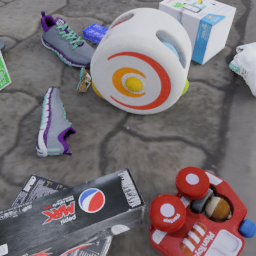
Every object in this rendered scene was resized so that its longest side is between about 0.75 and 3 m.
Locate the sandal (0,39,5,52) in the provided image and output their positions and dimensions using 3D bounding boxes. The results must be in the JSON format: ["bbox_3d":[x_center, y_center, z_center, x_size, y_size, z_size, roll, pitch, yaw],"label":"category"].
[{"bbox_3d":[-4.902,-2.991,10.058,1.628,0.348,0.619,30,48,34],"label":"sandal"}]

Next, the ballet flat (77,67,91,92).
[{"bbox_3d":[-1.352,-1.484,8.764,0.363,0.340,1.004,14,48,-15],"label":"ballet flat"}]

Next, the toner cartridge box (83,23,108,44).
[{"bbox_3d":[-0.914,-3.385,10.352,1.438,0.311,0.683,31,55,23],"label":"toner cartridge box"}]

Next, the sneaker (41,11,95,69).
[{"bbox_3d":[-2.067,-2.968,9.422,2.707,1.185,1.007,31,56,24],"label":"sneaker"}]

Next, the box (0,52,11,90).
[{"bbox_3d":[-5.513,-1.662,8.209,2.873,1.389,2.535,28,53,21],"label":"box"}]

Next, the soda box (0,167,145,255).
[{"bbox_3d":[-1.015,1.598,4.825,2.544,0.900,0.806,-16,52,-14],"label":"soda box"}]

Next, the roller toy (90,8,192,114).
[{"bbox_3d":[0.320,-1.665,7.463,2.703,2.466,1.889,12,51,10],"label":"roller toy"}]

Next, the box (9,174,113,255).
[{"bbox_3d":[-1.533,2.348,5.235,2.101,0.663,2.664,14,51,12],"label":"box"}]

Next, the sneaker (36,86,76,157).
[{"bbox_3d":[-1.817,-0.171,7.444,0.917,0.780,2.096,5,60,-9],"label":"sneaker"}]

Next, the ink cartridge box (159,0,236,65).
[{"bbox_3d":[2.235,-3.502,9.649,2.064,1.507,1.514,34,56,25],"label":"ink cartridge box"}]

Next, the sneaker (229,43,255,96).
[{"bbox_3d":[3.771,-1.832,8.729,1.199,1.019,2.709,8,42,18],"label":"sneaker"}]

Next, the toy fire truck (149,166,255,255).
[{"bbox_3d":[1.411,1.804,5.318,1.687,1.126,2.008,32,56,29],"label":"toy fire truck"}]
